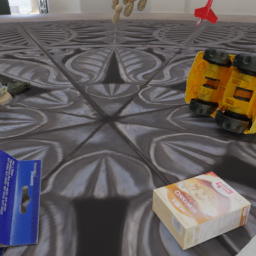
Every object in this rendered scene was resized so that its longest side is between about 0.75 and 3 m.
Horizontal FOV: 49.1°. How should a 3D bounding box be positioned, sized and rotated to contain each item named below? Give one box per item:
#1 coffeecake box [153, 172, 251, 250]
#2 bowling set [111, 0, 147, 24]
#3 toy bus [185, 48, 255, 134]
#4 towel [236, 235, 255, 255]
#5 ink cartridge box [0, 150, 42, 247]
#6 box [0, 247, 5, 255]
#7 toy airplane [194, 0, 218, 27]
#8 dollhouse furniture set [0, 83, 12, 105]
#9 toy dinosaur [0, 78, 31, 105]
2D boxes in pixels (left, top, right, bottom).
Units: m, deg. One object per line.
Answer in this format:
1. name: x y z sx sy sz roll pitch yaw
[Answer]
1. coffeecake box: 1.187 1.306 4.658 1.251 0.457 0.960 -12 29 -22
2. bowling set: -0.175 -4.501 9.666 1.682 0.903 1.170 -40 84 -27
3. toy bus: 3.491 -1.085 8.114 2.740 1.937 2.854 1 21 -28
4. towel: 2.711 1.994 3.320 2.526 0.436 2.432 -18 32 -33
5. ink cartridge box: -2.862 1.081 4.184 2.958 0.580 1.471 -3 59 -10
6. box: -2.334 2.089 3.272 1.228 0.329 2.028 -3 26 -5
7. toy airplane: 2.420 -3.958 8.117 2.029 2.029 0.373 -11 30 -21
8. dollhouse furniture set: -4.645 -0.927 7.442 2.318 2.129 1.508 -42 40 -15
9. toy dinosaur: -4.330 -1.371 10.030 0.906 0.488 2.056 13 32 11
